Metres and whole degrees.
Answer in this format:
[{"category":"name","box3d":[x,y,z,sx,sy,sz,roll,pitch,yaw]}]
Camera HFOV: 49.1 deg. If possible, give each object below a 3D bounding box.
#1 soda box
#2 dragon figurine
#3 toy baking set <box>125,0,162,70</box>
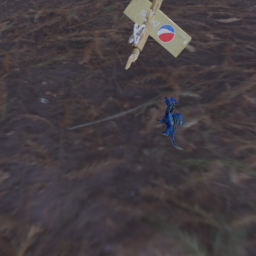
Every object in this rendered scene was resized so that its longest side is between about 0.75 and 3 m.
[{"category":"soda box","box3d":[0.958,-3.266,8.916,2.195,0.743,0.703,40,24,-4]},{"category":"dragon figurine","box3d":[1.050,-0.144,6.600,0.373,0.630,1.268,1,56,-23]},{"category":"toy baking set","box3d":[0.283,-2.038,5.722,0.240,1.582,2.061,24,86,2]}]
